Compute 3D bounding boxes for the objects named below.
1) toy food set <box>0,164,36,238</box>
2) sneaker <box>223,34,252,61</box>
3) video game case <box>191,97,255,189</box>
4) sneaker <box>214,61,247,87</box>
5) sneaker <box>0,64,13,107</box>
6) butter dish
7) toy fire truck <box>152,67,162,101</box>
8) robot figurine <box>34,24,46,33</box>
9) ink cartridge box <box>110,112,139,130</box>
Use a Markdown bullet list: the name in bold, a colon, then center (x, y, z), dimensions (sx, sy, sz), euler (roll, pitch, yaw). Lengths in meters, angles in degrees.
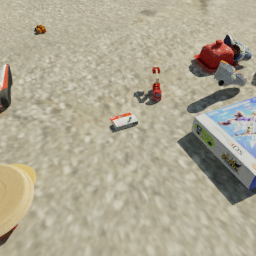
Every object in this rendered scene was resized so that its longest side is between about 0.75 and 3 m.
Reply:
- **toy food set**: center (-3.428, 1.761, 6.743), dimensions (2.297, 0.564, 2.320), euler (-8, 42, -9)
- **sneaker**: center (4.872, -3.524, 12.601), dimensions (0.886, 0.801, 2.079), euler (10, 38, -14)
- **video game case**: center (3.841, 0.228, 8.394), dimensions (2.841, 0.646, 2.575), euler (-18, 46, -19)
- **sneaker**: center (3.710, -1.809, 10.331), dimensions (1.730, 0.796, 0.655), euler (21, 20, -39)
- **sneaker**: center (-4.997, -1.601, 10.317), dimensions (1.267, 0.789, 2.363), euler (-8, 45, -12)
- **butter dish**: center (3.786, -3.218, 11.897), dimensions (1.478, 1.092, 1.473), euler (-12, 44, -14)
- **toy fire truck**: center (1.070, -1.646, 10.348), dimensions (0.284, 0.822, 1.165), euler (-2, 42, -1)
- **robot figurine**: center (-4.605, -5.256, 14.806), dimensions (0.605, 0.243, 0.834), euler (-16, 44, -20)
- **ink cartridge box**: center (-0.141, -0.285, 9.324), dimensions (0.785, 0.171, 0.681), euler (-17, 46, -18)
